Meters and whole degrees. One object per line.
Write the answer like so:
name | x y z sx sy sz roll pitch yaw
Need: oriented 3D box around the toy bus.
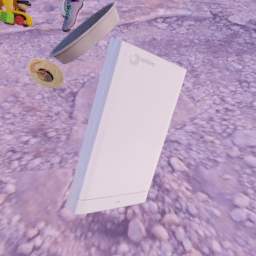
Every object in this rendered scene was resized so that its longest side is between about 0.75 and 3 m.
toy bus | -3.509 -3.562 8.194 1.795 0.983 1.903 20 18 33

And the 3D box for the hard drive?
hard drive | 0.047 0.081 4.596 0.342 2.566 1.692 23 11 41

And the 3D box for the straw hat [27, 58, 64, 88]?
straw hat | -1.775 -1.070 5.906 0.778 0.329 0.778 21 51 -28

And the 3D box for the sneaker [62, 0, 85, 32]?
sneaker | -1.606 -3.185 7.670 0.427 0.503 1.149 8 66 28

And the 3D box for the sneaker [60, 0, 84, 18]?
sneaker | -1.604 -4.596 9.273 0.764 1.988 0.881 12 -1 -35

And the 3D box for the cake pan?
cake pan | -1.374 -3.056 9.176 2.771 0.508 2.771 -31 28 18
